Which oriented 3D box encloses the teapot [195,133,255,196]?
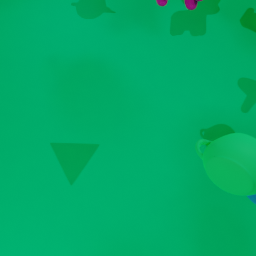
[{"bbox_3d":[1.574,0.467,3.858,1.451,0.902,0.710,21,50,37],"label":"teapot"}]

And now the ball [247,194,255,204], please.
[{"bbox_3d":[2.465,0.906,4.802,0.978,0.978,0.978,0,71,0],"label":"ball"}]

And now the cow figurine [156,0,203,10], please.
[{"bbox_3d":[1.360,-3.506,6.196,1.613,0.885,1.587,1,88,-11],"label":"cow figurine"}]
